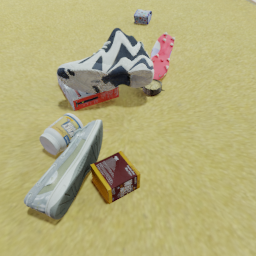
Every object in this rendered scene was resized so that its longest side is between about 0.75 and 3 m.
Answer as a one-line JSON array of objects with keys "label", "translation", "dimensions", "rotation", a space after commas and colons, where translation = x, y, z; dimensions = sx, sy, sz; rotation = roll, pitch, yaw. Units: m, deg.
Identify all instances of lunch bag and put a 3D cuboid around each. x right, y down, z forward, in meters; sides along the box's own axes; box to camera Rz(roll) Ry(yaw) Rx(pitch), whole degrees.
[{"label": "lunch bag", "translation": [0.664, -4.885, 12.222], "dimensions": [0.664, 0.484, 0.781], "rotation": [10, 53, 11]}]

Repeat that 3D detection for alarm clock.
[{"label": "alarm clock", "translation": [0.649, -1.232, 8.517], "dimensions": [0.870, 0.290, 0.587], "rotation": [1, 44, -4]}]

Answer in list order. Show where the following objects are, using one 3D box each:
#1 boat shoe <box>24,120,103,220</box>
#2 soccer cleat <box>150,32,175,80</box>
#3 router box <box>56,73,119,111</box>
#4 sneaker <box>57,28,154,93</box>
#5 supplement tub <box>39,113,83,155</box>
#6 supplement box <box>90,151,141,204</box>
[{"label": "boat shoe", "translation": [-1.226, 0.712, 6.056], "dimensions": [0.801, 0.921, 2.499], "rotation": [17, 53, 11]}, {"label": "soccer cleat", "translation": [1.009, -2.278, 9.429], "dimensions": [0.731, 0.838, 2.192], "rotation": [27, 61, -11]}, {"label": "router box", "translation": [-1.241, -1.314, 8.527], "dimensions": [1.424, 0.388, 1.587], "rotation": [-19, 47, -19]}, {"label": "sneaker", "translation": [-0.641, -1.981, 7.860], "dimensions": [2.599, 1.037, 1.691], "rotation": [-7, 59, 1]}, {"label": "supplement tub", "translation": [-1.600, 0.146, 6.793], "dimensions": [0.672, 0.672, 0.929], "rotation": [25, 50, 24]}, {"label": "supplement box", "translation": [-0.264, 1.035, 5.973], "dimensions": [0.778, 0.516, 0.767], "rotation": [-24, 49, -23]}]
